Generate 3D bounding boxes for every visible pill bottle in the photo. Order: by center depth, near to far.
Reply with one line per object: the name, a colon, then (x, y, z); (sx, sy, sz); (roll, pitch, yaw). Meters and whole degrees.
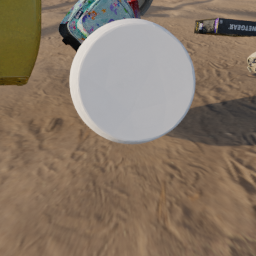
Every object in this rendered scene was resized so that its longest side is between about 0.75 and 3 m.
pill bottle: (0.028, -0.688, 4.349); (1.668, 1.668, 2.953); (-2, 10, -3)

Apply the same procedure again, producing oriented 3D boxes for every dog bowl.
dog bowl: (-0.105, -4.874, 10.025); (2.457, 2.457, 0.720); (-24, 62, -31)

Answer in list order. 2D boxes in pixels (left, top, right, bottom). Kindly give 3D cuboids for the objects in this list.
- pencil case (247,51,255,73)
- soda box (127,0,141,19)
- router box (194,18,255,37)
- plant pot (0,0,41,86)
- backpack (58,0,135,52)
pencil case: (3.045, -1.708, 5.869); (0.491, 0.565, 1.263); (41, 86, 1)
soda box: (0.139, -2.996, 7.858); (0.337, 1.064, 0.373); (-28, 30, -26)
router box: (2.957, -2.949, 8.276); (1.572, 0.411, 1.236); (-2, 17, -18)
plant pot: (-3.387, -2.270, 7.283); (2.186, 2.251, 2.200); (-6, 2, -24)
backpack: (-0.647, -2.625, 7.066); (1.329, 1.567, 1.765); (10, 62, 52)
